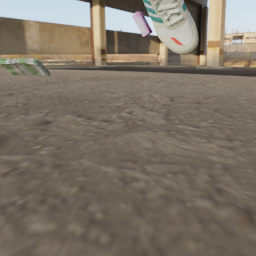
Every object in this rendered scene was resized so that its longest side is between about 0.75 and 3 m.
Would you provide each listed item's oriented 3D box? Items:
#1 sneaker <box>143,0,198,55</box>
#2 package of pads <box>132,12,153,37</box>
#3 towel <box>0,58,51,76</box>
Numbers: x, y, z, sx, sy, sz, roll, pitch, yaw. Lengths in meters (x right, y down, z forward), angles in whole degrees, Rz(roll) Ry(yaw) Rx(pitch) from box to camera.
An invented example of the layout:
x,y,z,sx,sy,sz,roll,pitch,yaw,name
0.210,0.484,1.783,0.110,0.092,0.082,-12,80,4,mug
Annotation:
x,y,z,sx,sy,sz,roll,pitch,yaw,name
0.826,-3.133,6.926,1.009,2.865,1.339,-24,3,21,sneaker
0.478,-3.418,9.210,0.302,0.797,0.480,-25,11,27,package of pads
-2.628,-1.513,7.150,1.071,0.164,0.799,2,-17,11,towel
